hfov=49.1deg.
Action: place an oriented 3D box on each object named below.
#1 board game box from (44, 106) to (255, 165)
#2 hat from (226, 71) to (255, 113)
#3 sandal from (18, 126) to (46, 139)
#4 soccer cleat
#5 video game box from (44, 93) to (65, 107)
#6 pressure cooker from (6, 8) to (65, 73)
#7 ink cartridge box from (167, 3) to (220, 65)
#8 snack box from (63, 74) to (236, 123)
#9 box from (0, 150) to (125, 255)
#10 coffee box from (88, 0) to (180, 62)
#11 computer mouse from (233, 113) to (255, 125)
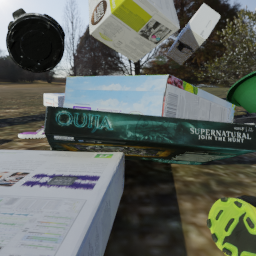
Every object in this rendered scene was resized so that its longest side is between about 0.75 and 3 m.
[{"bbox_3d":[0.148,0.159,3.188,2.030,0.286,1.373,5,-14,-11],"label":"board game box"},{"bbox_3d":[4.333,-0.338,8.289,2.196,2.333,2.651,-21,-26,23],"label":"hat"},{"bbox_3d":[-1.824,0.075,5.936,0.946,0.233,0.385,-7,12,-36],"label":"sandal"},{"bbox_3d":[0.974,0.787,1.756,0.505,0.391,1.208,28,-6,-21],"label":"soccer cleat"},{"bbox_3d":[-2.011,-1.195,12.178,2.756,0.645,2.511,-6,14,-30],"label":"video game box"},{"bbox_3d":[-2.647,-2.504,8.011,1.574,1.550,1.762,8,21,-22],"label":"pressure cooker"},{"bbox_3d":[2.407,-3.463,10.534,0.794,1.377,1.897,35,-20,-5],"label":"ink cartridge box"},{"bbox_3d":[0.452,-0.279,4.961,2.061,0.827,2.444,8,1,41],"label":"snack box"},{"bbox_3d":[-1.120,0.673,1.820,1.945,0.490,2.695,1,9,6],"label":"box"},{"bbox_3d":[0.091,-3.322,7.890,1.790,1.787,1.770,21,-39,-40],"label":"coffee box"},{"bbox_3d":[2.925,-0.193,7.373,1.400,0.322,0.983,-9,10,7],"label":"computer mouse"}]
